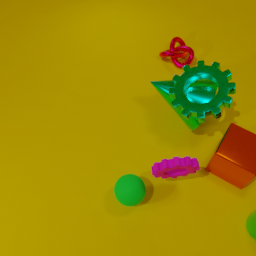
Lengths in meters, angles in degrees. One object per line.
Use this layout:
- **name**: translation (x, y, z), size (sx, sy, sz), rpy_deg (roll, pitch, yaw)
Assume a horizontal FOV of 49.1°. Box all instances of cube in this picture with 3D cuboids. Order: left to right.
- **cube**: translation (2.870, 0.751, 7.402), size (1.092, 1.092, 1.092), rpy_deg (29, 63, 16)

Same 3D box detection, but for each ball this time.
- **ball**: translation (0.049, 1.557, 7.034), size (0.802, 0.802, 0.802), rpy_deg (0, 59, 0)

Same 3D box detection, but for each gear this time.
- **gear**: translation (1.103, 0.937, 6.534), size (1.088, 1.088, 0.201), rpy_deg (-5, 65, -3)
- **gear**: translation (1.861, -0.943, 7.101), size (1.604, 0.297, 1.604), rpy_deg (-8, 67, 18)

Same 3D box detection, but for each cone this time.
- **cone**: translation (1.379, -0.990, 7.923), size (1.637, 1.631, 1.631), rpy_deg (22, 61, -3)

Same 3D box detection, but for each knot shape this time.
- **knot shape**: translation (1.772, -2.558, 9.668), size (1.204, 0.556, 1.126), rpy_deg (-35, 64, -21)

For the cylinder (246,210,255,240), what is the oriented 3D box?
- **cylinder**: translation (3.335, 2.283, 6.659), size (0.793, 0.793, 0.793), rpy_deg (-1, 60, 2)
